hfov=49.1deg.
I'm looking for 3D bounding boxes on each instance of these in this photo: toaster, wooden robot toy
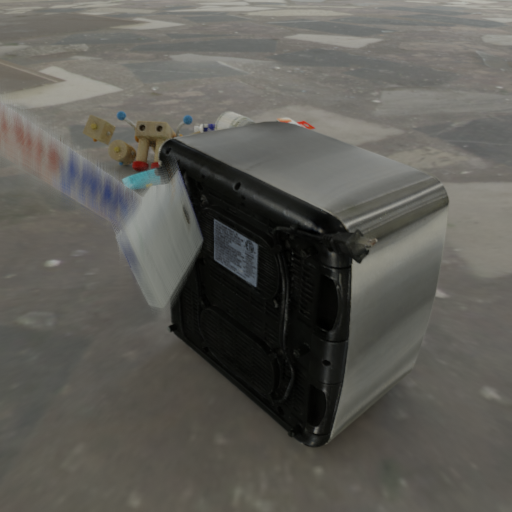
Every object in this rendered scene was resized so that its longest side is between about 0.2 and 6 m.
[{"bbox_3d":[0.400,0.193,5.702,1.694,2.581,2.854,-24,39,-34],"label":"toaster"},{"bbox_3d":[-2.135,-2.228,11.569,2.636,1.161,1.196,6,-3,11],"label":"wooden robot toy"}]

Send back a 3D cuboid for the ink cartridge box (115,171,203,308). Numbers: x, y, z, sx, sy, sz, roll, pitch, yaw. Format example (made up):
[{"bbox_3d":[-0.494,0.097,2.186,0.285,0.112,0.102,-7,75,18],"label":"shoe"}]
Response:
[{"bbox_3d":[-0.784,-0.144,4.733,0.184,0.834,0.849,7,48,21],"label":"ink cartridge box"}]

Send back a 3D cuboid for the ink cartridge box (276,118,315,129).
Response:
[{"bbox_3d":[0.954,-3.195,13.541,0.779,0.195,0.632,-15,35,-19],"label":"ink cartridge box"}]

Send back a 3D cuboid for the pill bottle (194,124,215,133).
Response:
[{"bbox_3d":[-1.137,-2.864,12.871,0.543,0.325,0.325,-3,32,-3],"label":"pill bottle"}]

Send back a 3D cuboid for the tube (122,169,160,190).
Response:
[{"bbox_3d":[-1.771,-1.535,10.707,1.539,0.388,0.596,-15,26,-14],"label":"tube"}]

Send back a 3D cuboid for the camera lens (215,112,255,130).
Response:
[{"bbox_3d":[-0.437,-2.776,12.378,0.681,0.681,0.852,-26,41,-36],"label":"camera lens"}]

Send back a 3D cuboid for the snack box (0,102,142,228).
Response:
[{"bbox_3d":[-2.059,-0.876,6.477,1.275,3.546,0.431,23,81,45],"label":"snack box"}]
